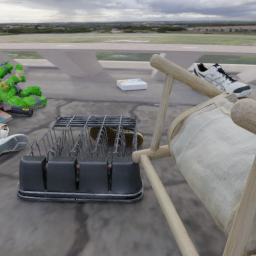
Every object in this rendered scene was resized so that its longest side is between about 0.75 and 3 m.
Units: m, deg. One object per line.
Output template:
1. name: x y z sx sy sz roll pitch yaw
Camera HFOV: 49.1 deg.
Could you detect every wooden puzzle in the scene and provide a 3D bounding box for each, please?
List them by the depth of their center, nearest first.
1. wooden puzzle: -4.073 -0.245 8.102 1.010 0.120 1.703 22 40 28

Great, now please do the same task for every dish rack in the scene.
1. dish rack: -0.812 0.401 6.052 2.287 0.813 2.981 2 21 1

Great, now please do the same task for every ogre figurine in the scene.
1. ogre figurine: -3.861 -1.332 9.536 1.026 2.091 1.254 -23 14 47

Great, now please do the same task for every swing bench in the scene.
1. swing bench: 1.737 0.305 3.545 2.777 1.802 2.762 6 18 -11

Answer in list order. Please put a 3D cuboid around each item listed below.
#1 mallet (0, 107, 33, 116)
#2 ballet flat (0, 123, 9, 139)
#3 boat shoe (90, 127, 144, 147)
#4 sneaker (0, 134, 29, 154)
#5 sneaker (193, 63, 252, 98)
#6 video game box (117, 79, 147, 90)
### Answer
1. mallet: -4.387 -0.736 8.983 2.729 0.562 0.899 7 19 -7
2. ballet flat: -3.301 0.114 7.281 0.350 0.354 1.040 3 22 -17
3. boat shoe: -0.272 0.192 6.971 1.345 0.492 0.436 12 18 6
4. sneaker: -2.901 0.384 6.528 0.460 0.404 1.149 17 28 41
5. sneaker: 3.664 -1.966 11.264 1.002 1.161 2.649 -18 30 -41
6. video game box: 0.164 -1.912 12.302 1.111 0.260 1.012 -6 25 -15
